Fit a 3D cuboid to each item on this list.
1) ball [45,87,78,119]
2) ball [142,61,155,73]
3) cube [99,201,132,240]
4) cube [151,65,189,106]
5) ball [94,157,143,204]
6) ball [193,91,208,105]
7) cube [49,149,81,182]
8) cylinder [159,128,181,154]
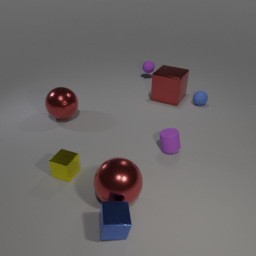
[{"bbox_3d":[-2.843,-1.067,12.042,1.400,1.400,1.400,0,32,0],"label":"ball"},{"bbox_3d":[1.165,-3.461,15.896,0.700,0.700,0.700,0,32,0],"label":"ball"},{"bbox_3d":[-0.346,2.356,7.141,0.700,0.700,0.700,3,41,-13],"label":"cube"},{"bbox_3d":[2.048,-2.116,13.721,1.400,1.400,1.400,16,35,23],"label":"cube"},{"bbox_3d":[-0.275,1.535,7.993,1.400,1.400,1.400,0,32,0],"label":"ball"},{"bbox_3d":[3.446,-1.432,13.340,0.700,0.700,0.700,0,32,0],"label":"ball"},{"bbox_3d":[-2.046,1.213,9.140,0.700,0.700,0.700,13,35,20],"label":"cube"},{"bbox_3d":[1.533,0.459,10.202,0.700,0.700,0.700,-10,25,5],"label":"cylinder"}]
